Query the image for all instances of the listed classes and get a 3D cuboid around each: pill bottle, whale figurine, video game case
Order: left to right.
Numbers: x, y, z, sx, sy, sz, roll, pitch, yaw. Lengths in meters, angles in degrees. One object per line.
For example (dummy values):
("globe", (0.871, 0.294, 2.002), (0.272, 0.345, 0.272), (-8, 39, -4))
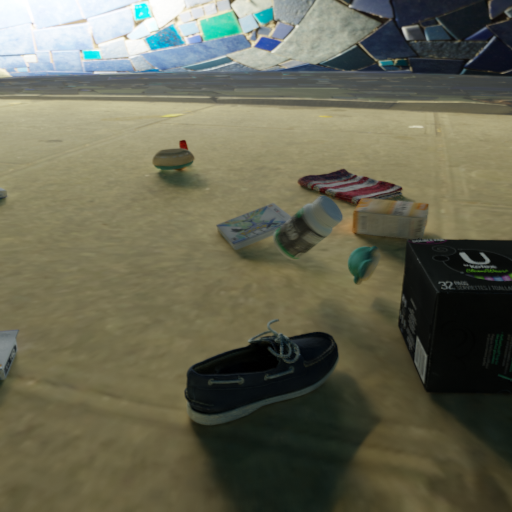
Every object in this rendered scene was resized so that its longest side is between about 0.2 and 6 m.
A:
("video game case", (-0.016, -0.569, 10.361), (1.234, 0.136, 1.125), (-22, 28, -12))
("pill bottle", (0.783, -0.428, 8.503), (0.572, 1.011, 0.572), (31, 37, -27))
("whale figurine", (1.543, 0.115, 8.157), (0.409, 0.627, 0.788), (28, 13, 7))

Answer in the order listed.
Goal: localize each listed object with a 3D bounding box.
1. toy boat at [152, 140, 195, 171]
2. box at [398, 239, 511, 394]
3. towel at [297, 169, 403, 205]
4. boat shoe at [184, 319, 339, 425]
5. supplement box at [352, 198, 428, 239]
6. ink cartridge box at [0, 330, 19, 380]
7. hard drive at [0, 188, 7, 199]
("toy boat", (-2.139, -2.665, 15.327), (1.156, 0.639, 1.375), (2, 30, 15))
("box", (2.829, 0.640, 6.380), (2.045, 1.271, 1.519), (0, 23, 2))
("towel", (2.210, -1.666, 13.279), (1.511, 0.239, 2.097), (-16, 28, -32))
("boat shoe", (0.116, 1.144, 6.017), (1.972, 0.610, 0.738), (-13, 26, -29))
("supplement box", (2.541, -0.713, 10.572), (1.292, 0.475, 0.814), (7, 26, 19))
("ink cartridge box", (-3.258, 1.168, 6.514), (0.831, 0.182, 0.839), (-3, 25, -8))
("hard drive", (-6.522, -1.486, 12.890), (1.478, 0.188, 0.975), (21, 30, 41))
